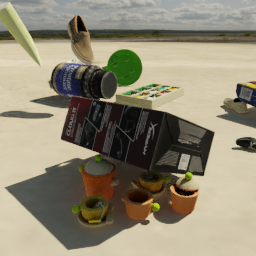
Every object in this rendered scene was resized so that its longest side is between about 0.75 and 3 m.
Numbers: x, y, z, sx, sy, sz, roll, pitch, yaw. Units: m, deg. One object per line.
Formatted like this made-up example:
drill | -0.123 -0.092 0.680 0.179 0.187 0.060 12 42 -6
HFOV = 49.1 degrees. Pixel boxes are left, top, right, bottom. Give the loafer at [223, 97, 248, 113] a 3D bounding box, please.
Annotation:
loafer | 3.730 -0.869 9.665 0.466 0.420 1.231 -9 22 -12

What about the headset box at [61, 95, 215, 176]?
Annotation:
headset box | 0.082 0.123 5.284 2.415 0.933 1.797 15 -1 42

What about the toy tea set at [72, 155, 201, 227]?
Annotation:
toy tea set | 0.123 0.876 4.529 2.038 0.754 1.212 -3 21 -9

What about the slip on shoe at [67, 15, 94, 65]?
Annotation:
slip on shoe | -1.518 -2.948 9.302 0.698 0.557 1.837 2 59 -39

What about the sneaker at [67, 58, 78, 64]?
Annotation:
sneaker | -3.049 -2.769 14.211 1.207 1.145 2.998 -16 19 -2

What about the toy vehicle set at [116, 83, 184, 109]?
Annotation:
toy vehicle set | 0.915 -1.308 10.995 1.606 0.343 2.584 14 24 33

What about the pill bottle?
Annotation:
pill bottle | -1.665 -1.765 10.748 2.422 1.355 1.355 12 24 31

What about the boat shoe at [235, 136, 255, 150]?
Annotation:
boat shoe | 2.941 0.371 6.566 0.790 0.284 0.267 8 17 15

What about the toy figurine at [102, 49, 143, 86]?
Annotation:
toy figurine | -0.609 -2.825 14.125 2.293 1.721 2.110 -30 12 -8

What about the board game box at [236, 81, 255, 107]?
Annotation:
board game box | 5.252 -0.855 8.912 2.575 0.794 2.576 -10 28 -31

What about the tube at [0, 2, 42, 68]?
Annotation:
tube | -2.375 -2.046 6.306 0.384 1.478 0.429 4 53 29
